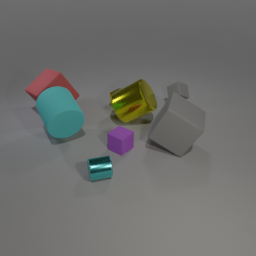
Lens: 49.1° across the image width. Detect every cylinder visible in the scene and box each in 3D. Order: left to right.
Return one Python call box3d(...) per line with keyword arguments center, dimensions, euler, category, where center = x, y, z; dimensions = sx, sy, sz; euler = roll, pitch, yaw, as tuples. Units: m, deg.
box3d(center=(-2.506, -0.579, 10.351), dimensions=(1.400, 1.400, 1.400), euler=(-17, 50, -25), category="cylinder")
box3d(center=(-0.886, 1.261, 8.819), dimensions=(0.700, 0.700, 0.700), euler=(-8, 32, -13), category="cylinder")
box3d(center=(0.268, -1.097, 11.555), dimensions=(1.400, 1.400, 1.400), euler=(-24, 22, 25), category="cylinder")

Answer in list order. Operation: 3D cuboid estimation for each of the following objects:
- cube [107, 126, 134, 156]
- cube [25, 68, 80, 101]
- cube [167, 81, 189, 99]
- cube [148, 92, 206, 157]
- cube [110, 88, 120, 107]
box3d(center=(-0.264, 0.452, 10.155), dimensions=(0.700, 0.700, 0.700), euler=(22, 37, 31), category="cube")
box3d(center=(-3.256, -1.517, 12.080), dimensions=(1.400, 1.400, 1.400), euler=(-49, 40, -14), category="cube")
box3d(center=(2.343, -1.666, 13.101), dimensions=(0.700, 0.700, 0.700), euler=(9, -22, -39), category="cube")
box3d(center=(1.750, -0.132, 9.952), dimensions=(1.400, 1.400, 1.400), euler=(31, 35, -3), category="cube")
box3d(center=(-0.347, -1.381, 13.073), dimensions=(0.700, 0.700, 0.700), euler=(15, 33, 34), category="cube")
